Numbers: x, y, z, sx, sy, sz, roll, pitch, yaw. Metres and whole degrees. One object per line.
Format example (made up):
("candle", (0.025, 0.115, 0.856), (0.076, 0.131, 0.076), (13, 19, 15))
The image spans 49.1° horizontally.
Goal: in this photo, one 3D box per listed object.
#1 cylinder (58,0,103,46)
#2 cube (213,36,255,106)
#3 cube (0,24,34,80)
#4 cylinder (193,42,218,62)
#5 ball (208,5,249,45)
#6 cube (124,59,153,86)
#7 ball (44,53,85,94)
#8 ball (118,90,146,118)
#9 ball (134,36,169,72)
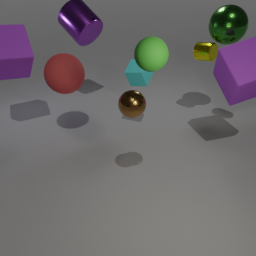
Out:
("cylinder", (-2.018, -4.491, 11.959), (1.400, 1.400, 1.400), (48, 47, 9))
("cube", (3.707, -1.788, 8.878), (1.400, 1.400, 1.400), (-19, 67, 1))
("cube", (-4.320, -2.690, 10.047), (1.400, 1.400, 1.400), (-13, 74, -29))
("cylinder", (2.994, -2.945, 10.804), (0.700, 0.700, 0.700), (-27, 32, -38))
("ball", (3.712, -3.818, 10.390), (1.400, 1.400, 1.400), (0, 31, 0))
("cube", (0.400, -1.990, 10.101), (0.700, 0.700, 0.700), (5, 55, 28))
("ball", (-2.212, -1.889, 9.768), (1.400, 1.400, 1.400), (0, 31, 0))
("ball", (0.103, -0.596, 6.977), (0.700, 0.700, 0.700), (0, 31, 0))
("ball", (0.476, -1.507, 5.730), (0.700, 0.700, 0.700), (0, 31, 0))
